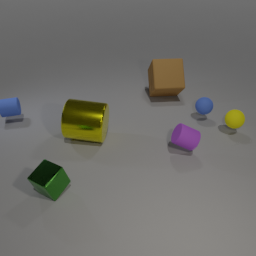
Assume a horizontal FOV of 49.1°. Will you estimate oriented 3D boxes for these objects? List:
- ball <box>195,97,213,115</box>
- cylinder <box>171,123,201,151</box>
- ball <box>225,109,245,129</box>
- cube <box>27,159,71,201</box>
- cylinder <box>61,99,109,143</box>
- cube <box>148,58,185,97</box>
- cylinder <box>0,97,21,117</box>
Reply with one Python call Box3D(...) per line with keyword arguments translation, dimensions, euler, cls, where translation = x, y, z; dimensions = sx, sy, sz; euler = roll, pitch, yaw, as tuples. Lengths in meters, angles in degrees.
Box3D(translation=(3.046, -0.885, 11.193), dimensions=(0.700, 0.700, 0.700), euler=(0, 29, 0), cls="ball")
Box3D(translation=(1.866, 0.290, 9.069), dimensions=(0.700, 0.700, 0.700), euler=(23, 27, -13), cls="cylinder")
Box3D(translation=(3.903, -0.327, 10.237), dimensions=(0.700, 0.700, 0.700), euler=(0, 29, 0), cls="ball")
Box3D(translation=(-2.109, 1.396, 7.544), dimensions=(0.700, 0.700, 0.700), euler=(17, 54, 28), cls="cube")
Box3D(translation=(-1.468, -0.257, 9.856), dimensions=(1.400, 1.400, 1.400), euler=(7, 30, 4), cls="cylinder")
Box3D(translation=(1.756, -2.322, 13.081), dimensions=(1.400, 1.400, 1.400), euler=(-3, -7, -5), cls="cube")
Box3D(translation=(-4.655, -0.815, 11.040), dimensions=(0.700, 0.700, 0.700), euler=(-10, 31, -10), cls="cylinder")
